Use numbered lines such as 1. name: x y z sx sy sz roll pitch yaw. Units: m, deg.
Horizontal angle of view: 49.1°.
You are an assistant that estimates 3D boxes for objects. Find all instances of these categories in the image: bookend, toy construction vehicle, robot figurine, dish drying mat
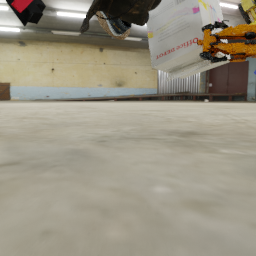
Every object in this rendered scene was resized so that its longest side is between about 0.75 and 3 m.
1. bookend: -3.358 -4.138 9.803 0.564 1.216 1.224 -43 -10 30
2. toy construction vehicle: 3.472 -2.401 6.134 1.657 1.903 0.670 -25 -6 38
3. robot figurine: 2.189 -1.826 6.035 1.368 0.992 0.398 4 -13 19
4. dish drying mat: -3.239 -4.094 8.860 0.355 0.926 0.084 43 -13 -21

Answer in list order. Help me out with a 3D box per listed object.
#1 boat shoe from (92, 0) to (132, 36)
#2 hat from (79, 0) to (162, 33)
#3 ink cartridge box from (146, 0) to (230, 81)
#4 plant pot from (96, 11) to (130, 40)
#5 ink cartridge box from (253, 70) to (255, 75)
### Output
1. boat shoe: -0.374 -2.943 6.839 0.467 1.319 0.599 -42 20 -25
2. hat: 0.186 -2.747 5.424 1.168 2.896 2.896 29 -2 -16
3. ink cartridge box: 1.617 -2.592 7.700 1.618 2.517 1.576 -15 -13 40
4. plant pot: -0.379 -4.084 10.281 1.511 1.511 0.697 -6 -19 -46
5. ink cartridge box: 2.520 -1.257 4.297 0.325 0.690 1.468 42 52 15
